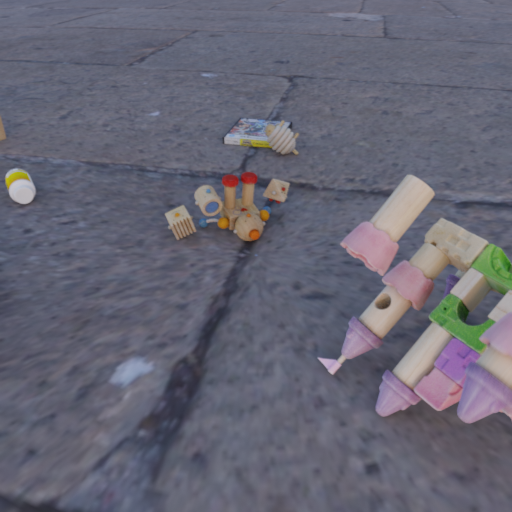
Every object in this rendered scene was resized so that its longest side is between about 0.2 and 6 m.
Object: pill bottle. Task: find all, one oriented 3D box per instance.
[{"bbox_3d":[-4.327,-1.262,10.291,0.449,0.449,0.823,-16,35,-23],"label":"pill bottle"}]

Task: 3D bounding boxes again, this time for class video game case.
[{"bbox_3d":[0.055,-2.899,13.124,1.325,0.187,1.466,8,33,13],"label":"video game case"}]

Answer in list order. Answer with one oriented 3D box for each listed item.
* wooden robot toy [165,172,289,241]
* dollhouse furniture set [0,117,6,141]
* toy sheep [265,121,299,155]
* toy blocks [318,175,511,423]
[{"bbox_3d":[-0.288,-0.675,9.037,2.197,0.968,0.997,-13,45,-19],"label":"wooden robot toy"},{"bbox_3d":[-6.898,-3.158,12.464,1.626,1.325,1.547,18,37,26],"label":"dollhouse furniture set"},{"bbox_3d":[0.570,-2.504,12.071,0.902,0.622,0.622,38,36,-6],"label":"toy sheep"},{"bbox_3d":[2.132,0.984,5.876,2.200,2.613,2.442,-52,43,2],"label":"toy blocks"}]
